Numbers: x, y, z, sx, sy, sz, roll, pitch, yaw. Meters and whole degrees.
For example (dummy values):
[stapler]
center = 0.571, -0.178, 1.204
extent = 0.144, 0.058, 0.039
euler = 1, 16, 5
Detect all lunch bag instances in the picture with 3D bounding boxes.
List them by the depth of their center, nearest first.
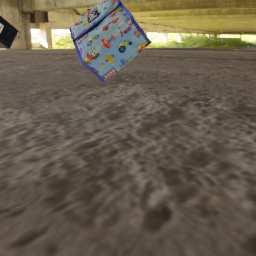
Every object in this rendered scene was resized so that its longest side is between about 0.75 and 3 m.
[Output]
[lunch bag]
center = -0.644, -2.615, 7.518
extent = 1.032, 1.652, 2.194
euler = 37, 20, -50

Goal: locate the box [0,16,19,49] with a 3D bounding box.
[box]
center = -3.053, -2.190, 6.032
extent = 0.861, 0.492, 0.945
euler = 16, -12, 33
